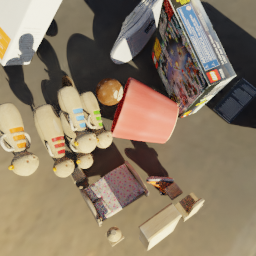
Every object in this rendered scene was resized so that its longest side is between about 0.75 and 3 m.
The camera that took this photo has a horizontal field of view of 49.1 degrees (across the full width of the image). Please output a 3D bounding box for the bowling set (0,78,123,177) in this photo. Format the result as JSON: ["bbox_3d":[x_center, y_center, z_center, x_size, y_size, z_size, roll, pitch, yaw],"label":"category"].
[{"bbox_3d":[-0.882,0.025,5.373,1.945,2.795,1.500,-23,86,19],"label":"bowling set"}]

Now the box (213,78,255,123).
[{"bbox_3d":[2.524,-0.650,6.626,0.508,0.704,0.948,42,107,7],"label":"box"}]

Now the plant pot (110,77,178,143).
[{"bbox_3d":[0.392,-0.307,6.448,1.254,1.417,1.417,18,79,-7],"label":"plant pot"}]

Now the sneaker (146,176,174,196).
[{"bbox_3d":[0.745,1.358,6.487,0.758,0.294,0.425,8,90,-27],"label":"sneaker"}]

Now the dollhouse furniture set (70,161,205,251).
[{"bbox_3d":[0.100,1.198,5.973,2.030,1.162,2.380,-30,62,-18],"label":"dollhouse furniture set"}]

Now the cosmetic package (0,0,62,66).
[{"bbox_3d":[-2.474,-2.714,6.451,1.196,0.840,2.358,49,122,10],"label":"cosmetic package"}]

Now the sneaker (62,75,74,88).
[{"bbox_3d":[-1.515,-0.989,7.018,0.281,0.301,0.797,-22,76,14],"label":"sneaker"}]

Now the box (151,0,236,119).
[{"bbox_3d":[1.160,-1.359,5.892,0.536,2.689,1.841,-21,81,-4],"label":"box"}]

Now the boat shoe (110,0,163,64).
[{"bbox_3d":[0.184,-2.539,7.044,2.017,0.726,0.663,-52,57,11],"label":"boat shoe"}]
